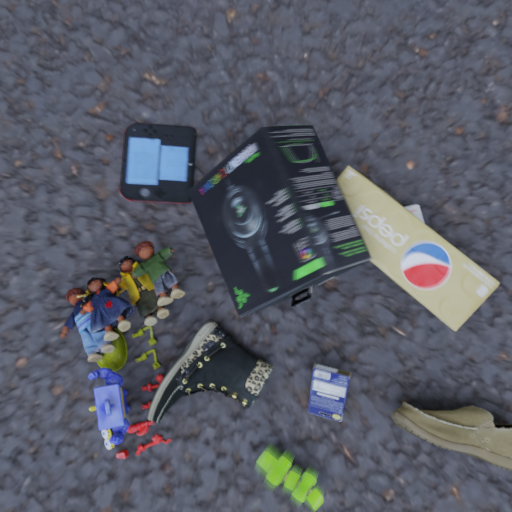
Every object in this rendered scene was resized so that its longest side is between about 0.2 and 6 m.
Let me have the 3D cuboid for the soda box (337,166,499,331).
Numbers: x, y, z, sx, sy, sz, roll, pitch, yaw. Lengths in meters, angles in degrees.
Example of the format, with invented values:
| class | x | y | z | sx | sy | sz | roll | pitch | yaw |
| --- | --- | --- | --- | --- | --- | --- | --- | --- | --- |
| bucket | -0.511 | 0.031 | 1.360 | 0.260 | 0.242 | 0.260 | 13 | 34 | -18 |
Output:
| class | x | y | z | sx | sy | sz | roll | pitch | yaw |
| --- | --- | --- | --- | --- | --- | --- | --- | --- | --- |
| soda box | 2.528 | -0.159 | 9.684 | 3.161 | 1.012 | 1.071 | 42 | 101 | 17 |

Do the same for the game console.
| class | x | y | z | sx | sy | sz | roll | pitch | yaw |
| --- | --- | --- | --- | --- | --- | --- | --- | --- | --- |
| game console | -1.886 | -1.781 | 10.774 | 1.376 | 0.241 | 1.556 | 2 | 81 | 1 |

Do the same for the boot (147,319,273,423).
| class | x | y | z | sx | sy | sz | roll | pitch | yaw |
| --- | --- | --- | --- | --- | --- | --- | --- | --- | --- |
| boot | -0.794 | 2.309 | 9.795 | 1.533 | 0.733 | 2.030 | 33 | 72 | 5 |

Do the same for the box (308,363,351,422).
| class | x | y | z | sx | sy | sz | roll | pitch | yaw |
| --- | --- | --- | --- | --- | --- | --- | --- | --- | --- |
| box | 1.272 | 2.411 | 9.857 | 0.641 | 0.171 | 1.058 | 12 | 120 | 14 |

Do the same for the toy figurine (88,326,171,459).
| class | x | y | z | sx | sy | sz | roll | pitch | yaw |
| --- | --- | --- | --- | --- | --- | --- | --- | --- | --- |
| toy figurine | -2.260 | 2.311 | 9.517 | 1.232 | 1.399 | 2.335 | -8 | 81 | -1 |

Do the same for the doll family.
| class | x | y | z | sx | sy | sz | roll | pitch | yaw |
| --- | --- | --- | --- | --- | --- | --- | --- | --- | --- |
| doll family | -2.449 | 0.716 | 9.908 | 2.518 | 0.988 | 1.456 | -31 | 68 | -8 |

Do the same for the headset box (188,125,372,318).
| class | x | y | z | sx | sy | sz | roll | pitch | yaw |
| --- | --- | --- | --- | --- | --- | --- | --- | --- | --- |
| headset box | 0.339 | -0.457 | 9.415 | 1.231 | 2.311 | 2.654 | -15 | 80 | -43 |

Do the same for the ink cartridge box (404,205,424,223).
| class | x | y | z | sx | sy | sz | roll | pitch | yaw |
| --- | --- | --- | --- | --- | --- | --- | --- | --- | --- |
| ink cartridge box | 2.804 | -0.434 | 10.470 | 0.659 | 0.397 | 0.907 | -14 | 83 | -4 |

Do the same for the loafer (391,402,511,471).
| class | x | y | z | sx | sy | sz | roll | pitch | yaw |
| --- | --- | --- | --- | --- | --- | --- | --- | --- | --- |
| loafer | 3.556 | 2.967 | 9.693 | 2.505 | 0.953 | 0.845 | 21 | 80 | -7 |

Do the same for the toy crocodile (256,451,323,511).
| class | x | y | z | sx | sy | sz | roll | pitch | yaw |
| --- | --- | --- | --- | --- | --- | --- | --- | --- | --- |
| toy crocodile | 0.579 | 3.804 | 9.516 | 1.287 | 0.397 | 0.434 | 29 | 58 | 18 |
